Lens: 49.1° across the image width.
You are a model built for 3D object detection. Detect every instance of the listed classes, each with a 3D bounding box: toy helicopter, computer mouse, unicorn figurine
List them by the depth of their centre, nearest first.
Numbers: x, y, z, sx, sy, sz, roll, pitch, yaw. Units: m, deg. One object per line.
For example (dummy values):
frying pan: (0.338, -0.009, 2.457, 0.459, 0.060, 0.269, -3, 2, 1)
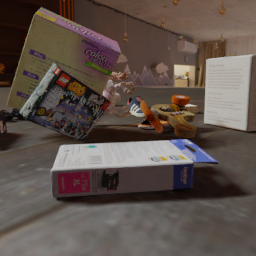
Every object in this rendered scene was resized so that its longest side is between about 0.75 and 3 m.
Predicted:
toy helicopter: (1.305, -0.303, 8.515, 1.656, 0.988, 2.504, 3, 20, -10)
unicorn figurine: (-0.613, -0.891, 9.698, 1.491, 2.170, 0.801, 10, -8, 9)
computer mouse: (-4.184, -0.612, 11.420, 2.008, 0.529, 1.390, -21, 22, -32)

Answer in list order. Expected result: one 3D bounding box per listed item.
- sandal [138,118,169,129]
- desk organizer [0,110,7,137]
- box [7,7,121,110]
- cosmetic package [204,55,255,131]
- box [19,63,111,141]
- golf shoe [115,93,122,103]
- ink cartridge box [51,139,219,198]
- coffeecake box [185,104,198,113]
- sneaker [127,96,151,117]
sandal: (0.880, -0.239, 9.431, 1.394, 0.399, 0.534, -10, 14, -43)
desk organizer: (-3.909, -0.018, 7.472, 0.748, 0.697, 1.943, -4, 11, -8)
box: (-1.862, -1.622, 8.143, 2.361, 2.685, 1.298, 19, 26, -19)
cosmetic package: (3.937, -1.207, 9.424, 1.906, 2.291, 1.917, -5, 12, -27)
box: (-1.345, -0.496, 6.489, 0.376, 1.292, 1.887, 40, 6, 33)
golf shoe: (-1.415, -1.619, 16.423, 2.075, 0.781, 0.950, -4, 22, 8)
ink cartridge box: (0.055, 0.594, 4.647, 2.438, 0.512, 1.455, -4, 11, -7)
coffeecake box: (2.770, -0.921, 13.297, 0.722, 0.344, 0.941, -3, 11, -16)
sneaker: (0.534, -0.970, 12.225, 0.738, 0.832, 1.969, -6, 13, -32)
